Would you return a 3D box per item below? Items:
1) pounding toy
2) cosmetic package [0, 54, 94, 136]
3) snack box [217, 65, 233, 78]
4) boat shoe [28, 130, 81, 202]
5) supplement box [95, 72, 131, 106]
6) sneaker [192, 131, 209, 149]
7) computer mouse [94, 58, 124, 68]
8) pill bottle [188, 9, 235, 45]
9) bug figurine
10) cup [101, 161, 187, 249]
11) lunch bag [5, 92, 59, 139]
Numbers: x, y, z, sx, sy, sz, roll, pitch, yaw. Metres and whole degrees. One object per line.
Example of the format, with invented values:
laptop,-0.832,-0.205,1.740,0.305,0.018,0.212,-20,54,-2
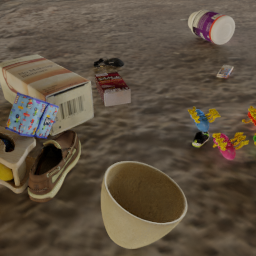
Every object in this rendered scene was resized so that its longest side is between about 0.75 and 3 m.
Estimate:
pounding toy,-3.032,0.280,5.579,2.476,1.420,1.416,16,33,22
cosmetic package,-2.326,-1.040,7.776,2.699,1.178,1.395,29,43,36
snack box,3.572,-2.082,10.278,0.364,0.123,1.014,17,37,24
boat shoe,-1.453,0.548,5.790,0.741,0.742,2.007,3,34,4
supplement box,-0.499,-1.247,8.740,0.807,0.452,1.483,-10,34,-15
sneaker,1.767,0.205,6.699,0.273,0.315,0.760,18,38,25
computer mouse,-0.761,-2.542,10.840,1.151,0.265,0.808,14,35,20
pill bottle,3.917,-4.920,13.474,1.277,1.277,2.271,-15,36,-21
bug figurine,2.602,0.050,6.697,2.303,0.592,1.786,0,40,-8
cup,0.121,1.296,4.361,1.319,0.943,1.319,17,26,-9
lunch bag,-1.909,-0.206,5.871,0.482,0.771,1.024,18,-1,27
